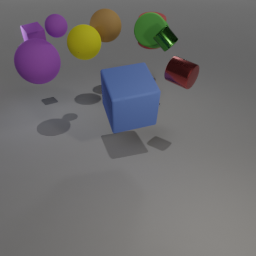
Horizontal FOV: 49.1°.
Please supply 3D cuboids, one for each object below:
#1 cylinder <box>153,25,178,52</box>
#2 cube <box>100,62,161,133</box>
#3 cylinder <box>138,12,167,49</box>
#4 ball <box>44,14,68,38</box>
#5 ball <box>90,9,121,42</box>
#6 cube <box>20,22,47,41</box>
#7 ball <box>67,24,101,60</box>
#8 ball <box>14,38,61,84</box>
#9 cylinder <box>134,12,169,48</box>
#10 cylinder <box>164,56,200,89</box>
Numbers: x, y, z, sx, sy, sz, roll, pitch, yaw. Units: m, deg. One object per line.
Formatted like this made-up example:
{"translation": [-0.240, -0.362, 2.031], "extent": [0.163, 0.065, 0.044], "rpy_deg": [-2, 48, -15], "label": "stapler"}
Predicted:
{"translation": [1.435, -3.406, 10.668], "extent": [0.700, 0.700, 0.700], "rpy_deg": [-41, 12, 11], "label": "cylinder"}
{"translation": [0.032, -0.908, 8.423], "extent": [1.400, 1.400, 1.400], "rpy_deg": [-12, 51, -11], "label": "cube"}
{"translation": [1.215, -5.004, 14.382], "extent": [1.400, 1.400, 1.400], "rpy_deg": [0, 45, 0], "label": "cylinder"}
{"translation": [-2.237, -3.178, 8.716], "extent": [0.700, 0.700, 0.700], "rpy_deg": [0, 28, 0], "label": "ball"}
{"translation": [-0.987, -4.498, 12.322], "extent": [1.400, 1.400, 1.400], "rpy_deg": [0, 28, 0], "label": "ball"}
{"translation": [-3.680, -3.620, 10.971], "extent": [0.700, 0.700, 0.700], "rpy_deg": [-26, 54, -24], "label": "cube"}
{"translation": [-1.805, -3.523, 11.537], "extent": [1.400, 1.400, 1.400], "rpy_deg": [0, 28, 0], "label": "ball"}
{"translation": [-2.839, -2.089, 8.821], "extent": [1.400, 1.400, 1.400], "rpy_deg": [0, 28, 0], "label": "ball"}
{"translation": [1.098, -4.319, 12.532], "extent": [1.400, 1.400, 1.400], "rpy_deg": [8, 14, 14], "label": "cylinder"}
{"translation": [1.460, -1.498, 7.596], "extent": [0.700, 0.700, 0.700], "rpy_deg": [30, 39, 26], "label": "cylinder"}
